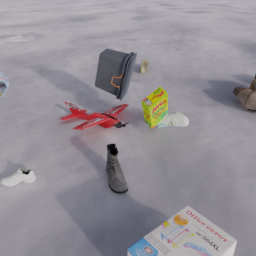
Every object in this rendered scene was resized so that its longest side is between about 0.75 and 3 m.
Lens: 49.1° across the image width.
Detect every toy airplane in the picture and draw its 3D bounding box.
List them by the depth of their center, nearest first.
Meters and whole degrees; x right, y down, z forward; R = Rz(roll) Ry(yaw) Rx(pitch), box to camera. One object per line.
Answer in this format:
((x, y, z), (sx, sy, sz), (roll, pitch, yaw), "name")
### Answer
((-1.167, -0.357, 9.227), (2.577, 0.474, 2.577), (2, 26, -1), "toy airplane")

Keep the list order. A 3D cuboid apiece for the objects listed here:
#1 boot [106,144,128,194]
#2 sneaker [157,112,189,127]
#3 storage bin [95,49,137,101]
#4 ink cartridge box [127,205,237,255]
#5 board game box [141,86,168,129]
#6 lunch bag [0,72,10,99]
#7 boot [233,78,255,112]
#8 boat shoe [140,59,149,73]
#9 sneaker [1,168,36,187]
((-0.318, 0.943, 6.716), (0.418, 0.789, 1.198), (-10, 32, -19), "boot")
((1.238, -0.218, 9.086), (1.444, 0.543, 0.639), (16, 45, 36), "sneaker")
((-0.480, -1.812, 9.267), (1.045, 1.556, 1.132), (20, 35, 9), "storage bin")
((0.904, 2.123, 4.500), (1.589, 0.995, 1.021), (-24, 38, -34), "ink cartridge box")
((0.802, -0.549, 8.138), (0.696, 1.370, 0.326), (-40, 67, -10), "board game box")
((-5.445, -1.470, 10.463), (1.893, 1.203, 1.605), (-24, 36, -19), "lunch bag")
((5.139, -1.160, 10.413), (2.305, 0.810, 1.685), (-19, 40, -24), "boot")
((0.841, -3.031, 13.901), (0.366, 0.428, 1.169), (9, 41, 7), "boat shoe")
((-2.661, 1.144, 6.762), (0.802, 0.399, 0.313), (-10, 32, -17), "sneaker")
